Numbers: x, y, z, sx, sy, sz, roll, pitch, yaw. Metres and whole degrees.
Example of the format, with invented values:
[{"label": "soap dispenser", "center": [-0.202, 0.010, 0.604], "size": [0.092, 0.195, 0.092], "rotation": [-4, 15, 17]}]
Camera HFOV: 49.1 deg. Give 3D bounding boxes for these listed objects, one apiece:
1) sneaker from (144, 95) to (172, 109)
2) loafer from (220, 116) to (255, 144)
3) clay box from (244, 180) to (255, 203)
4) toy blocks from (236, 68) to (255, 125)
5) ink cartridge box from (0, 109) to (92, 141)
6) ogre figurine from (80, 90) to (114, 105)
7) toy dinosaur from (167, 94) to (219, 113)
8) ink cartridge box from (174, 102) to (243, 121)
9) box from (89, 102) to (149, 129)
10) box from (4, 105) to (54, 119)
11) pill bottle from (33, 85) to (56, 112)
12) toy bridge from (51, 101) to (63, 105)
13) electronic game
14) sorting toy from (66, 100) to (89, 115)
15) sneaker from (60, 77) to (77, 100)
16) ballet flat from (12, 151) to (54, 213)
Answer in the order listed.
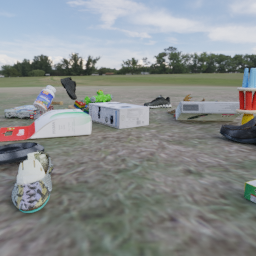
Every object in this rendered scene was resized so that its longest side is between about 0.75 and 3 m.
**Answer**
[{"label": "sneaker", "center": [1.763, -1.573, 16.663], "size": [1.728, 0.782, 0.574], "rotation": [-3, 10, -13]}, {"label": "loafer", "center": [3.707, 0.039, 8.004], "size": [0.846, 0.840, 2.323], "rotation": [-10, 14, -38]}, {"label": "clay box", "center": [2.576, 0.991, 4.436], "size": [1.261, 0.300, 0.725], "rotation": [-5, 12, -25]}, {"label": "toy blocks", "center": [4.459, -0.834, 9.055], "size": [1.807, 2.168, 0.787], "rotation": [2, 11, 14]}, {"label": "ink cartridge box", "center": [-2.915, -0.179, 9.659], "size": [2.934, 0.735, 2.361], "rotation": [-2, 10, -19]}, {"label": "ogre figurine", "center": [-1.761, -1.699, 17.020], "size": [2.109, 1.035, 1.265], "rotation": [10, -15, -33]}, {"label": "toy dinosaur", "center": [2.848, -0.879, 13.512], "size": [2.949, 0.891, 1.566], "rotation": [-2, -20, 33]}, {"label": "ink cartridge box", "center": [3.324, -0.572, 12.134], "size": [2.512, 0.547, 2.180], "rotation": [0, -14, 1]}, {"label": "box", "center": [-0.442, -0.583, 11.522], "size": [1.453, 0.749, 2.491], "rotation": [-7, 12, -33]}, {"label": "box", "center": [-4.688, -0.791, 13.498], "size": [1.436, 0.418, 2.098], "rotation": [2, 11, 10]}, {"label": "pill bottle", "center": [-3.405, -1.242, 11.570], "size": [0.577, 1.029, 0.577], "rotation": [20, -25, 9]}, {"label": "toy bridge", "center": [-5.215, -1.675, 18.631], "size": [1.857, 0.253, 0.624], "rotation": [1, 8, 4]}, {"label": "electronic game", "center": [-2.700, 0.600, 6.431], "size": [1.515, 0.315, 1.515], "rotation": [-5, 9, 1]}, {"label": "sorting toy", "center": [-1.981, -0.927, 13.024], "size": [1.235, 0.433, 2.562], "rotation": [26, 17, 11]}, {"label": "sneaker", "center": [-2.668, -1.911, 13.155], "size": [0.623, 1.373, 0.521], "rotation": [-26, -24, -14]}, {"label": "ballet flat", "center": [-1.619, 0.772, 4.752], "size": [0.648, 0.648, 1.802], "rotation": [-2, 11, -11]}]
